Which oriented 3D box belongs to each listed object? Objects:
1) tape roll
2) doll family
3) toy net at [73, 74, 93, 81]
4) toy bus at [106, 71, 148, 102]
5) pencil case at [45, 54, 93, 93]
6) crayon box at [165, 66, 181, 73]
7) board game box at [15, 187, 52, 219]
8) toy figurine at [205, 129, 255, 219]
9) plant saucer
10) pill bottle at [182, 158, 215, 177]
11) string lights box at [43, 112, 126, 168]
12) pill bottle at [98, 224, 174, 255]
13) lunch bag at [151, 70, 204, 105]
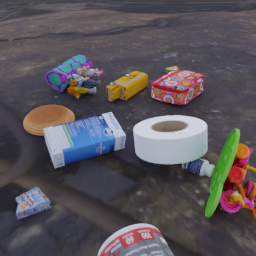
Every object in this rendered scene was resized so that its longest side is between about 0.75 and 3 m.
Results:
[{"bbox_3d":[1.389,0.305,9.208,2.403,0.840,2.403,-6,18,2],"label":"tape roll"},{"bbox_3d":[-2.012,-1.951,12.674,1.346,2.168,0.977,-1,75,-25],"label":"doll family"},{"bbox_3d":[-2.156,-2.292,13.530,0.849,0.313,1.619,19,6,12],"label":"toy net"},{"bbox_3d":[-0.038,-1.957,13.271,0.906,0.753,2.314,22,39,28],"label":"toy bus"},{"bbox_3d":[-2.954,-2.841,14.255,1.230,1.133,2.662,0,31,25],"label":"pencil case"},{"bbox_3d":[2.502,-3.223,15.650,0.774,0.225,0.459,-17,37,-24],"label":"crayon box"},{"bbox_3d":[-2.696,2.043,7.629,0.876,0.270,0.876,-25,41,-34],"label":"board game box"},{"bbox_3d":[3.561,1.587,7.336,2.387,1.947,2.594,21,61,12],"label":"toy figurine"},{"bbox_3d":[-3.168,-0.406,11.252,2.033,0.380,2.033,0,34,0],"label":"plant saucer"},{"bbox_3d":[2.198,1.182,8.718,0.920,0.511,0.511,21,39,29],"label":"pill bottle"},{"bbox_3d":[-1.461,0.353,9.564,2.484,0.732,1.277,-14,48,-21],"label":"string lights box"},{"bbox_3d":[0.475,3.110,4.935,1.454,1.454,2.509,-13,36,-19],"label":"pill bottle"},{"bbox_3d":[2.223,-1.978,13.184,2.116,0.984,2.402,19,37,33],"label":"lunch bag"}]
